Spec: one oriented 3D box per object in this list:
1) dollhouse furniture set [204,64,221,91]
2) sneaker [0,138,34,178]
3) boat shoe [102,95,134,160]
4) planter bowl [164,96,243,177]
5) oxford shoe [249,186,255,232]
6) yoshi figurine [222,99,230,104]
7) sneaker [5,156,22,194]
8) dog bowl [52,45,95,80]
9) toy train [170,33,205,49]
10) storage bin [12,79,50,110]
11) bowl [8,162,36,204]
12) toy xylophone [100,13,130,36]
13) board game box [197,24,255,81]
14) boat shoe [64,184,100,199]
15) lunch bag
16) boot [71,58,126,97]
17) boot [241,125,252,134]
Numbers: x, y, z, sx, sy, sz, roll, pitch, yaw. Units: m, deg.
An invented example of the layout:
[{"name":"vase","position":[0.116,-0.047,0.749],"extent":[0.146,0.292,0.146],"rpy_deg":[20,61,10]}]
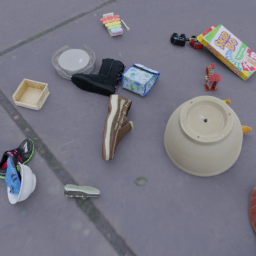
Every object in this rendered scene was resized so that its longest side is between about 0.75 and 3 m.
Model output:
[{"name":"dollhouse furniture set","position":[3.548,-2.270,12.082],"extent":[0.513,0.679,1.263],"rpy_deg":[-4,57,-2]},{"name":"sneaker","position":[-3.955,1.013,9.868],"extent":[0.640,0.698,1.667],"rpy_deg":[22,59,18]},{"name":"boat shoe","position":[-0.309,-0.092,10.431],"extent":[1.067,1.065,2.883],"rpy_deg":[8,56,-2]},{"name":"planter bowl","position":[2.566,0.066,9.508],"extent":[2.760,1.858,2.760],"rpy_deg":[-4,65,9]},{"name":"oxford shoe","position":[4.489,3.014,8.587],"extent":[0.996,0.955,2.697],"rpy_deg":[16,55,-18]},{"name":"yoshi figurine","position":[3.564,-0.882,11.243],"extent":[1.045,0.585,0.587],"rpy_deg":[-3,63,1]},{"name":"sneaker","position":[-3.734,1.565,8.976],"extent":[0.571,1.456,0.480],"rpy_deg":[-8,33,-10]},{"name":"dog bowl","position":[-2.402,-2.940,12.598],"extent":[1.911,0.560,1.911],"rpy_deg":[0,57,0]},{"name":"toy train","position":[3.373,-4.084,13.418],"extent":[2.726,0.465,0.624],"rpy_deg":[10,58,7]},{"name":"storage bin","position":[-3.996,-1.379,11.588],"extent":[1.092,0.512,1.084],"rpy_deg":[14,57,9]},{"name":"bowl","position":[-3.443,1.804,9.213],"extent":[0.597,1.329,1.329],"rpy_deg":[11,47,-39]},{"name":"toy xylophone","position":[-0.640,-5.253,14.231],"extent":[1.168,0.401,1.595],"rpy_deg":[-25,60,-16]},{"name":"board game box","position":[4.644,-3.557,12.760],"extent":[1.410,0.442,2.951],"rpy_deg":[-40,75,-23]},{"name":"boat shoe","position":[-1.534,2.160,9.340],"extent":[1.173,0.353,0.418],"rpy_deg":[9,13,-3]},{"name":"lunch bag","position":[0.565,-2.182,11.951],"extent":[1.185,0.888,1.394],"rpy_deg":[27,50,16]},{"name":"boot","position":[-1.188,-2.331,12.070],"extent":[2.082,0.770,1.706],"rpy_deg":[18,60,3]},{"name":"boot","position":[3.877,0.504,10.383],"extent":[1.556,0.547,1.114],"rpy_deg":[-2,62,3]}]
